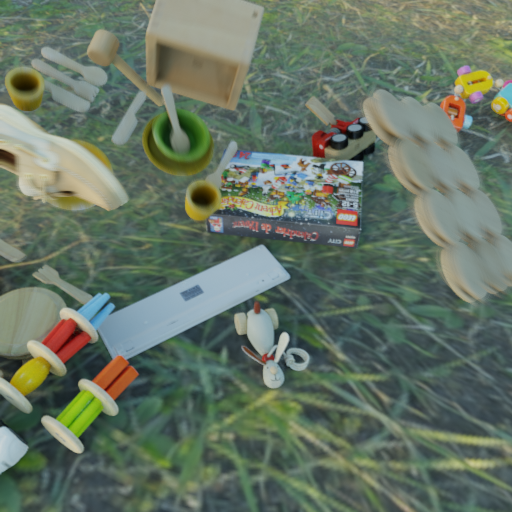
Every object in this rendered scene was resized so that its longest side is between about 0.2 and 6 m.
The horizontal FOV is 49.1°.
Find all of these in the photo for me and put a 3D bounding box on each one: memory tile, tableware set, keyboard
[{"bbox_3d":[2.406,-0.791,7.024,2.105,0.231,2.747,-9,73,-48],"label":"memory tile"},{"bbox_3d":[-4.572,0.844,9.743,3.123,0.626,2.064,27,49,22],"label":"tableware set"},{"bbox_3d":[-2.284,-1.790,8.916,3.890,0.597,2.620,27,65,-8],"label":"tableware set"},{"bbox_3d":[-1.095,0.778,10.139,3.518,0.188,0.990,-25,47,-21],"label":"keyboard"}]

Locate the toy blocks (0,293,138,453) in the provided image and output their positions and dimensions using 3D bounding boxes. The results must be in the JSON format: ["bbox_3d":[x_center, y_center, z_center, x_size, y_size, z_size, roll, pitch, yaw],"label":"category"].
[{"bbox_3d":[-2.644,1.664,8.697,1.772,0.772,2.127,33,56,10],"label":"toy blocks"}]

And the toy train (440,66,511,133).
[{"bbox_3d":[5.546,-3.539,13.745,2.638,0.734,1.982,10,74,-5],"label":"toy train"}]

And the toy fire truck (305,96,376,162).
[{"bbox_3d":[1.729,-2.875,12.953,1.489,1.088,1.691,-37,46,-28],"label":"toy fire truck"}]

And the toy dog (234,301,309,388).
[{"bbox_3d":[0.154,1.340,9.213,0.987,0.721,1.497,-28,54,-23],"label":"toy dog"}]

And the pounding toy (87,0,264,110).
[{"bbox_3d":[-1.572,-3.942,10.577,2.910,2.556,1.331,15,77,-7],"label":"pounding toy"}]

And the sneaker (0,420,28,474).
[{"bbox_3d":[-4.933,2.411,8.014,3.281,1.233,1.330,22,60,20],"label":"sneaker"}]

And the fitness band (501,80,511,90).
[{"bbox_3d":[6.874,-4.319,14.747,0.680,0.177,0.947,1,49,0],"label":"fitness band"}]

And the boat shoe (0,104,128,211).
[{"bbox_3d":[-2.765,-1.116,7.335,2.397,0.884,0.829,29,67,20],"label":"boat shoe"}]

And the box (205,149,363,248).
[{"bbox_3d":[0.649,-1.249,11.671,3.059,0.576,2.089,6,48,5],"label":"box"}]
